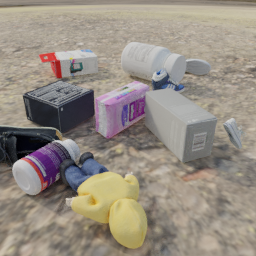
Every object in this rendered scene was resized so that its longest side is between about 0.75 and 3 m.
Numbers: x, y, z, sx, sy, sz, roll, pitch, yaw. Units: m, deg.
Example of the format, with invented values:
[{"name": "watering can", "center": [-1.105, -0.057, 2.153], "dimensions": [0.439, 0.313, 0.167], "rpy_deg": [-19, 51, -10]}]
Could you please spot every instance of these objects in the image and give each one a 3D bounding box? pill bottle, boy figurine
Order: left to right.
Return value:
[{"name": "pill bottle", "center": [-2.015, 0.921, 7.191], "dimensions": [0.924, 0.924, 1.643], "rpy_deg": [20, 35, 31]}, {"name": "boy figurine", "center": [-0.430, 1.488, 6.256], "dimensions": [1.708, 0.885, 2.747], "rpy_deg": [-22, 37, -33]}, {"name": "pill bottle", "center": [1.243, -3.134, 13.607], "dimensions": [2.921, 1.670, 1.670], "rpy_deg": [23, 37, 34]}]

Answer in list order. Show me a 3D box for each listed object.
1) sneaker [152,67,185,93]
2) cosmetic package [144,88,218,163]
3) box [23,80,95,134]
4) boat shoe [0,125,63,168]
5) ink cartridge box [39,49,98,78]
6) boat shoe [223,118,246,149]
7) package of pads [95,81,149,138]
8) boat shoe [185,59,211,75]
[{"name": "sneaker", "center": [1.807, -2.104, 12.306], "dimensions": [1.562, 1.143, 0.629], "rpy_deg": [-7, 30, -11]}, {"name": "cosmetic package", "center": [1.503, -0.195, 8.766], "dimensions": [1.131, 1.340, 2.508], "rpy_deg": [-11, 33, -18]}, {"name": "box", "center": [-2.426, -0.808, 10.053], "dimensions": [1.775, 1.103, 1.789], "rpy_deg": [19, 35, 30]}, {"name": "boat shoe", "center": [-3.278, 0.508, 7.830], "dimensions": [2.865, 1.069, 0.892], "rpy_deg": [-3, 24, -17]}, {"name": "ink cartridge box", "center": [-3.146, -3.413, 14.813], "dimensions": [2.807, 0.944, 1.631], "rpy_deg": [-11, 31, -19]}, {"name": "boat shoe", "center": [3.103, 0.128, 7.983], "dimensions": [0.464, 1.088, 0.402], "rpy_deg": [-38, 28, -3]}, {"name": "package of pads", "center": [-0.184, -0.670, 9.608], "dimensions": [0.816, 1.300, 2.157], "rpy_deg": [27, 39, 30]}, {"name": "boat shoe", "center": [3.313, -3.385, 14.887], "dimensions": [2.282, 0.822, 0.809], "rpy_deg": [14, 36, 26]}]
